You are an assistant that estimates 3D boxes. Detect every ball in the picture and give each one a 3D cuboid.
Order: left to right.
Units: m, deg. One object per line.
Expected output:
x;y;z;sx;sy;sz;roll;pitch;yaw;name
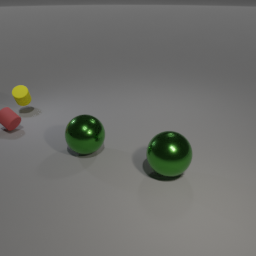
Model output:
-1.497;0.223;9.796;1.400;1.400;1.400;0;27;0;ball
1.261;0.786;8.579;1.400;1.400;1.400;0;27;0;ball

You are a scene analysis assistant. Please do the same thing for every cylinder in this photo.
-4.829;-0.369;11.333;0.700;0.700;0.700;38;37;9;cylinder
-4.819;-1.463;12.723;0.700;0.700;0.700;2;63;-4;cylinder
